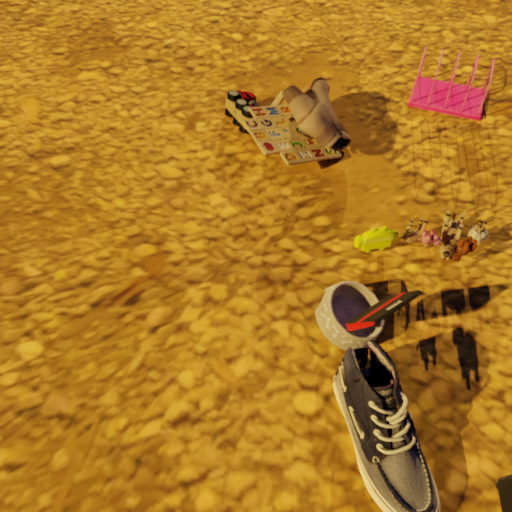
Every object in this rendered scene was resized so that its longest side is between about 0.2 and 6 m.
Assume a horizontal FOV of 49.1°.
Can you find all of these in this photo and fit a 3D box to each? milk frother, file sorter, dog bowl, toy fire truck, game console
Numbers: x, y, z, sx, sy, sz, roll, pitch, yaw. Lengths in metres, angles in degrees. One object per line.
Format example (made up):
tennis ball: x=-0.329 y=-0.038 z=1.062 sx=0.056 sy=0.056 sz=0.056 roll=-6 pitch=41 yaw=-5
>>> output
milk frother: x=4.121 y=3.657 z=7.049 sx=1.639 sy=1.816 sz=1.708 roll=8 pitch=52 yaw=1
file sorter: x=4.873 y=-4.351 z=13.931 sx=1.779 sy=1.116 sz=1.236 roll=16 pitch=52 yaw=12
dog bowl: x=1.672 y=1.012 z=9.789 sx=1.278 sy=0.375 sz=1.278 roll=13 pitch=57 yaw=-20
toy fire truck: x=0.020 y=-3.684 z=13.685 sx=1.279 sy=0.823 sz=1.126 roll=-17 pitch=51 yaw=-27
game console: x=2.069 y=0.906 z=9.155 sx=1.100 sy=0.972 sz=0.171 roll=-29 pitch=91 yaw=-22

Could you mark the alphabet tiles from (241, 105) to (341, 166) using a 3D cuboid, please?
alphabet tiles: x=0.886 y=-2.835 z=12.845 sx=2.268 sy=0.072 sz=1.887 roll=-14 pitch=59 yaw=-29

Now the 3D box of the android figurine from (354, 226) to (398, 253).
android figurine: x=2.317 y=-0.320 z=10.781 sx=0.832 sy=0.914 sz=0.188 roll=-10 pitch=66 yaw=4

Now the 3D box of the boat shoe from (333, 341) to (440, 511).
boat shoe: x=1.910 y=2.553 z=8.276 sx=1.007 sy=1.251 sz=2.697 roll=-17 pitch=53 yaw=-13

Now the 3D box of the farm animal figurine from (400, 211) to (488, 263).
farm animal figurine: x=3.687 y=-0.338 z=11.026 sx=1.373 sy=0.716 sz=1.358 roll=26 pitch=43 yaw=28

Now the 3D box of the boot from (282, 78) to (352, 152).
boot: x=1.566 y=-3.197 z=12.908 sx=1.723 sy=0.828 sz=2.357 roll=51 pitch=37 yaw=7
